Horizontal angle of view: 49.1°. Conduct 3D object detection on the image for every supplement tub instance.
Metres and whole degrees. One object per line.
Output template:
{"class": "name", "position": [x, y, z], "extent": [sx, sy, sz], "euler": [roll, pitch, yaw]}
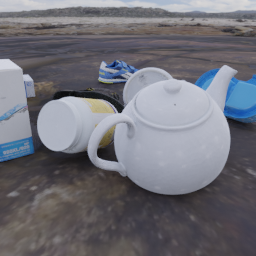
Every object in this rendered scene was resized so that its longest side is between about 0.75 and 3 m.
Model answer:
{"class": "supplement tub", "position": [-1.166, -0.085, 7.009], "extent": [1.352, 1.352, 1.859], "euler": [12, 7, 27]}

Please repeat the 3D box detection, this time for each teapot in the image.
{"class": "teapot", "position": [0.778, -1.061, 9.652], "extent": [1.987, 1.961, 1.451], "euler": [20, 3, 8]}
{"class": "teapot", "position": [0.864, -0.075, 5.962], "extent": [2.710, 2.005, 2.746], "euler": [5, 42, 13]}

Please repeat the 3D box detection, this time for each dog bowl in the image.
{"class": "dog bowl", "position": [3.643, -1.118, 9.888], "extent": [0.719, 1.618, 2.902], "euler": [33, -4, -43]}

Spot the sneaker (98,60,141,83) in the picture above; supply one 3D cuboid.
{"class": "sneaker", "position": [-0.228, -3.066, 15.020], "extent": [2.760, 1.135, 1.021], "euler": [-7, 21, -20]}

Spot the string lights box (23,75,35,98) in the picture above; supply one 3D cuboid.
{"class": "string lights box", "position": [-5.599, -1.740, 12.251], "extent": [2.677, 0.789, 1.375], "euler": [-11, 25, -25]}

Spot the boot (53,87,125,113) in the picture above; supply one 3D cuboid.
{"class": "boot", "position": [-0.976, -1.040, 10.363], "extent": [2.995, 1.037, 2.607], "euler": [16, 18, 21]}

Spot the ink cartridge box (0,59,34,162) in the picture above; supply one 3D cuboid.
{"class": "ink cartridge box", "position": [-3.595, -0.476, 7.239], "extent": [1.667, 2.305, 1.697], "euler": [-14, 26, -30]}
